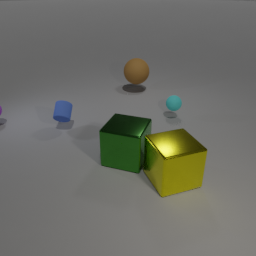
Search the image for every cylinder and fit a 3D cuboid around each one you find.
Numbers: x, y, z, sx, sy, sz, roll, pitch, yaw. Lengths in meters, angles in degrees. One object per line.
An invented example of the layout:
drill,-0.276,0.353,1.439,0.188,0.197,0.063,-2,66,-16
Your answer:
cylinder,-2.679,-0.678,11.523,0.700,0.700,0.700,3,69,5

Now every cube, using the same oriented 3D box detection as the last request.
cube,1.391,1.016,8.625,1.400,1.400,1.400,-10,30,-18
cube,-0.052,0.481,9.612,1.400,1.400,1.400,9,30,17

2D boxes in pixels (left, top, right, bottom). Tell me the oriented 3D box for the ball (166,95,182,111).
ball,2.039,-1.102,12.459,0.700,0.700,0.700,0,28,0

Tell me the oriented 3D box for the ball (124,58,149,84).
ball,0.461,-3.081,15.228,1.400,1.400,1.400,0,28,0

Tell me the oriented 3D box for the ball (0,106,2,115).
ball,-5.685,-0.743,11.788,0.700,0.700,0.700,0,28,0
